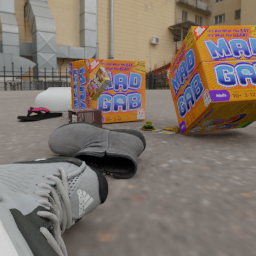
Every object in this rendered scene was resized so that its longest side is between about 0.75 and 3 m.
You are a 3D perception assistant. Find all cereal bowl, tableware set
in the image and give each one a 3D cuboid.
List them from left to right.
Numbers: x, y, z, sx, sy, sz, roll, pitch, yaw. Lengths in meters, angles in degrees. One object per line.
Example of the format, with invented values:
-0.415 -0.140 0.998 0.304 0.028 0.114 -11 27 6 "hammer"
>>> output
-3.524 -1.562 14.782 2.735 1.139 2.735 0 9 0 "cereal bowl"
1.025 -0.043 8.450 0.977 0.223 1.451 -8 12 -41 "tableware set"

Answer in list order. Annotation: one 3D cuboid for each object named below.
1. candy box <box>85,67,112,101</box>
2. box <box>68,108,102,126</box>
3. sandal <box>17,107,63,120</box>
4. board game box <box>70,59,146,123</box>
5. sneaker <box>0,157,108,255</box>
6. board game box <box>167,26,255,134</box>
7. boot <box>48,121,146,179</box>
-0.918 -1.341 8.554 0.259 0.535 0.916 6 -41 -44 "candy box"
-1.233 -0.206 8.071 0.795 0.660 0.653 -6 11 -32 "box"
-3.452 -0.612 10.990 0.822 0.493 2.188 5 11 27 "sandal"
-0.810 -1.404 10.589 2.172 2.174 2.173 -5 11 -28 "board game box"
-0.592 0.640 2.114 1.576 1.024 2.728 -6 10 -41 "sneaker"
2.439 -1.194 7.353 2.024 2.025 2.026 -5 -20 -12 "board game box"
-0.719 0.356 4.876 1.987 0.694 1.308 -2 14 15 "boot"
